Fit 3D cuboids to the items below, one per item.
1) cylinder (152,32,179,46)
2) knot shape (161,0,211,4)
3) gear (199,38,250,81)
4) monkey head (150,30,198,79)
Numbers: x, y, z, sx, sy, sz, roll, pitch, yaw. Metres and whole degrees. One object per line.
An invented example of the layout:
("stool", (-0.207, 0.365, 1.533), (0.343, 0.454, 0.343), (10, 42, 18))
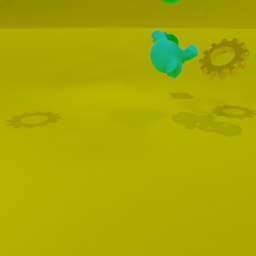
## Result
("cylinder", (1.356, -3.050, 10.232), (0.831, 0.831, 0.831), (-2, 22, -5))
("knot shape", (1.179, -3.176, 5.806), (1.588, 0.784, 1.698), (38, -5, 4))
("gear", (2.879, -2.077, 8.443), (1.411, 0.261, 1.411), (-19, 50, 24))
("monkey head", (1.217, -2.026, 7.641), (1.206, 1.010, 1.677), (-29, 54, 20))
